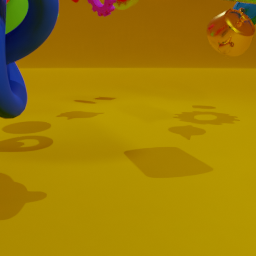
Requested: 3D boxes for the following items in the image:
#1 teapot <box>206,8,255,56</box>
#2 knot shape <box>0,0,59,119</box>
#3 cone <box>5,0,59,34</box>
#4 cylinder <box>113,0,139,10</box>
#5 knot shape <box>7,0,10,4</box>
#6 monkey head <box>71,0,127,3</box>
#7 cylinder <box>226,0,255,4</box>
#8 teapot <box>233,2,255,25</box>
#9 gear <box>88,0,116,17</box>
[{"bbox_3d":[1.942,-1.789,5.207,0.891,0.702,1.433,31,57,-4],"label":"teapot"},{"bbox_3d":[-1.238,-0.865,2.306,1.330,1.422,0.657,31,36,25],"label":"knot shape"},{"bbox_3d":[-2.167,-2.536,5.182,1.316,1.321,1.316,-12,37,9],"label":"cone"},{"bbox_3d":[-0.093,-4.793,10.114,0.858,0.858,0.858,6,33,24],"label":"cylinder"},{"bbox_3d":[-1.616,-2.343,3.468,1.713,0.846,1.831,-9,-26,-26],"label":"knot shape"},{"bbox_3d":[-0.750,-3.451,6.322,1.134,1.353,1.881,27,-4,29],"label":"monkey head"},{"bbox_3d":[1.279,-1.874,2.834,1.102,1.102,1.102,-4,28,-17],"label":"cylinder"},{"bbox_3d":[3.521,-3.455,8.180,0.869,1.398,0.685,52,20,13],"label":"teapot"},{"bbox_3d":[-0.908,-4.344,9.197,0.236,1.273,1.273,-34,30,-29],"label":"gear"}]
